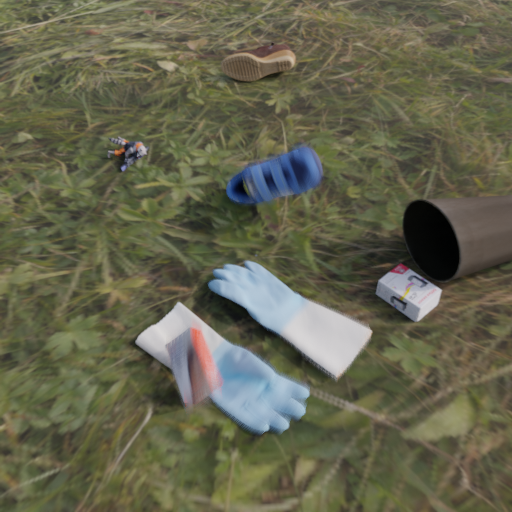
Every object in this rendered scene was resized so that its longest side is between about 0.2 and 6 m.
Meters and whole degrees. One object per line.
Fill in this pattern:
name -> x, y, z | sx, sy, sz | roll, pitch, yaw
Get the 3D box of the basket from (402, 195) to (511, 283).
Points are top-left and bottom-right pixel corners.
basket -> 4.106, -0.431, 10.391 | 2.064, 1.404, 1.861 | -9, 33, -14

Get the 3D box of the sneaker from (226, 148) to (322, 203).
sneaker -> 0.327, -1.507, 11.179 | 0.942, 0.847, 2.291 | -27, 9, -41

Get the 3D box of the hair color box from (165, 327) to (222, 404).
hair color box -> -0.967, 1.663, 8.534 | 0.560, 0.323, 1.009 | -37, 57, 16

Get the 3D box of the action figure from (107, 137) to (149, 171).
action figure -> -3.017, -2.438, 13.037 | 0.968, 0.523, 1.001 | 9, 45, 22

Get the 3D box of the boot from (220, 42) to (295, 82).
boot -> 0.040, -5.736, 16.408 | 2.159, 0.781, 1.796 | -3, 33, -1

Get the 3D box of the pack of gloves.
pack of gloves -> -0.051, 1.204, 9.132 | 3.045, 0.601, 2.558 | 29, 56, 26

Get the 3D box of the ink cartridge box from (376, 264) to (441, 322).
ink cartridge box -> 2.702, 0.642, 9.957 | 0.676, 0.392, 0.915 | -33, 51, -29
